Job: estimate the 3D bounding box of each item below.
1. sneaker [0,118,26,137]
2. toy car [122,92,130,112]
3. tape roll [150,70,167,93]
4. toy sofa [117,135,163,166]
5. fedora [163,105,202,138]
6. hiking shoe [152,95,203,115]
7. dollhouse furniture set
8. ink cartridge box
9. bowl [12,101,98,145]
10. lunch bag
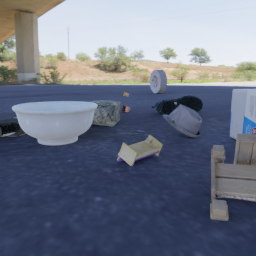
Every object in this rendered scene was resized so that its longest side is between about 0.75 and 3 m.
[{"bbox_3d":[-4.131,0.042,9.145,1.902,0.632,0.861,-1,14,12],"label":"sneaker"},{"bbox_3d":[-0.027,-1.401,15.262,0.410,1.232,0.604,10,-10,-16],"label":"toy car"},{"bbox_3d":[3.090,-4.757,28.673,0.789,2.389,2.389,-5,12,-22],"label":"tape roll"},{"bbox_3d":[0.298,0.602,6.861,0.472,0.556,1.140,37,30,29],"label":"toy sofa"},{"bbox_3d":[1.934,-0.326,9.447,1.314,0.671,1.486,16,23,-28],"label":"fedora"},{"bbox_3d":[2.629,-1.268,14.751,2.581,0.960,1.119,-2,12,-11],"label":"hiking shoe"},{"bbox_3d":[2.265,1.051,4.784,1.662,0.952,1.949,2,35,16],"label":"dollhouse furniture set"},{"bbox_3d":[4.462,-0.417,8.792,2.193,1.601,0.925,0,11,-8],"label":"ink cartridge box"},{"bbox_3d":[-2.197,-0.156,8.661,2.549,1.146,2.549,1,11,0],"label":"bowl"},{"bbox_3d":[-1.239,-0.664,11.643,1.705,1.002,1.398,6,12,6],"label":"lunch bag"}]
